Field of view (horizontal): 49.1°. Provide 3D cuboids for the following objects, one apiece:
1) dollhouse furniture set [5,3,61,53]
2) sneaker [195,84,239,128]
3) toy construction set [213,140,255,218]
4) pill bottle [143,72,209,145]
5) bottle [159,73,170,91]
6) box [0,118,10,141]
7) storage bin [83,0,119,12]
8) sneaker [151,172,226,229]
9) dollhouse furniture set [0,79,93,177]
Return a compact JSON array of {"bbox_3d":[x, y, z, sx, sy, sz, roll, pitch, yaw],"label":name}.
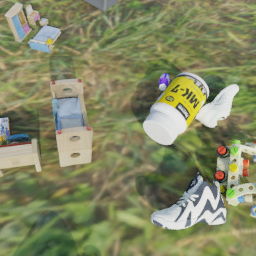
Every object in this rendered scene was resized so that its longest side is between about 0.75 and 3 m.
[{"bbox_3d":[-3.163,-3.750,10.020,1.657,1.081,1.564,18,59,11],"label":"dollhouse furniture set"},{"bbox_3d":[2.794,-0.635,8.379,1.717,0.604,0.688,-41,72,-15],"label":"sneaker"},{"bbox_3d":[2.940,1.085,6.971,1.440,1.012,2.196,0,46,29],"label":"toy construction set"},{"bbox_3d":[1.354,-0.548,7.944,1.140,1.140,1.995,30,63,18],"label":"pill bottle"},{"bbox_3d":[1.101,-1.383,8.536,0.276,0.353,0.846,-8,27,18],"label":"bottle"},{"bbox_3d":[-3.702,0.002,8.122,0.478,0.167,0.804,-8,58,-18],"label":"box"},{"bbox_3d":[-0.931,-5.973,11.199,1.640,1.777,2.442,35,63,9],"label":"storage bin"},{"bbox_3d":[1.387,1.621,6.461,1.807,0.721,1.176,-1,86,-7],"label":"sneaker"},{"bbox_3d":[-2.211,-0.028,7.099,2.356,1.651,1.660,-7,57,-15],"label":"dollhouse furniture set"}]
